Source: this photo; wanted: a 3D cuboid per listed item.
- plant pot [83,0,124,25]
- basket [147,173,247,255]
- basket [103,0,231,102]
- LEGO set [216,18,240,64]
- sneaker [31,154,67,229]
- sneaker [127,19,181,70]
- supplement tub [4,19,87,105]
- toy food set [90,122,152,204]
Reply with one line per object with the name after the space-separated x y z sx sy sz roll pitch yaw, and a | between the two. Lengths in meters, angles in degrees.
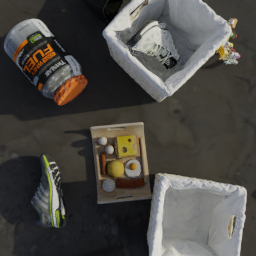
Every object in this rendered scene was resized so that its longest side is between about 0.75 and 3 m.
-0.890 -4.381 9.654 0.966 1.089 1.086 28 87 13 | plant pot
1.970 2.768 8.682 2.539 2.042 2.516 8 87 1 | basket
1.128 -2.663 8.908 2.763 2.222 2.738 44 88 3 | basket
3.610 -2.873 9.724 0.680 0.840 1.827 20 63 -15 | LEGO set
-2.754 2.116 9.315 1.021 0.932 2.523 -9 85 3 | sneaker
1.004 -2.498 8.719 0.946 2.508 1.443 -35 93 34 | sneaker
-2.633 -2.104 9.199 1.589 1.589 2.594 -42 87 -2 | supplement tub
-0.249 1.150 9.409 1.838 0.774 2.562 -6 87 0 | toy food set
